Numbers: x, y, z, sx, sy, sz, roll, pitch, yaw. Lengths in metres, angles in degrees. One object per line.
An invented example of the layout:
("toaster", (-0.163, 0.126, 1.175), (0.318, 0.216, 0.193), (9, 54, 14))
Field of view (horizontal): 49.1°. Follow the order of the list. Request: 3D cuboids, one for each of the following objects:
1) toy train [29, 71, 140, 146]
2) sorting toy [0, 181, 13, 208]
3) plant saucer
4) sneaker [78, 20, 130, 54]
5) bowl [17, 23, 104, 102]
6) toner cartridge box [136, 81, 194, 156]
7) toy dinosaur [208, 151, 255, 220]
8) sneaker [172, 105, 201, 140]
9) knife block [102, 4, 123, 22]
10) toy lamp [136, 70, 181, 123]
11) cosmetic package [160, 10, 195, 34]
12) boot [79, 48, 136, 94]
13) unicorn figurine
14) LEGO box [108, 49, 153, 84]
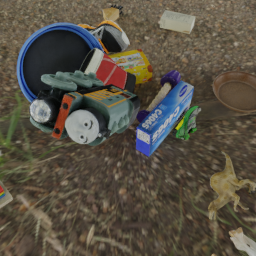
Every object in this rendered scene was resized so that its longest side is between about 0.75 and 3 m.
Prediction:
("toy train", (-0.718, -0.403, 5.521), (1.530, 1.144, 2.685), (24, 16, 9))
("sorting toy", (-2.858, 1.144, 5.026), (1.063, 0.372, 1.069), (-34, 67, -30))
("plant saucer", (3.696, -1.146, 9.207), (1.874, 0.343, 1.874), (1, 52, -1))
("sneaker", (-1.159, -2.967, 9.909), (2.991, 1.171, 1.155), (14, 58, 44))
("bowl", (-1.929, -1.724, 8.286), (2.670, 2.670, 0.524), (-29, 38, -21))
("toner cartridge box", (1.079, -0.299, 8.089), (0.482, 1.061, 2.234), (31, 59, 21))
("toy dinosaur", (2.632, 1.374, 7.081), (1.053, 0.606, 2.083), (18, 54, 15))
("sneaker", (1.853, -0.142, 8.396), (0.545, 0.500, 1.281), (32, 67, 14))
("knife block", (-0.575, -4.939, 12.150), (0.975, 0.355, 1.111), (-13, 52, -9))
("toy lamp", (1.046, -1.046, 8.940), (0.663, 0.663, 2.278), (25, 55, 18))
("cosmetic package", (2.060, -4.418, 11.674), (1.316, 0.468, 0.692), (19, 55, 15))
("boot", (-0.874, -0.742, 8.537), (2.715, 1.959, 0.983), (-60, 28, -2))
("unicorn figurine", (2.660, 3.048, 5.630), (2.819, 1.041, 1.936), (-37, 70, -9))
("LEGO box", (-0.069, -2.062, 9.749), (1.553, 0.599, 1.157), (-14, 53, -11))
